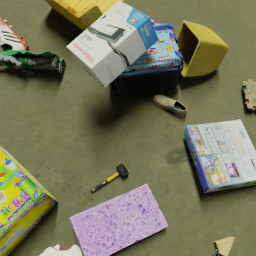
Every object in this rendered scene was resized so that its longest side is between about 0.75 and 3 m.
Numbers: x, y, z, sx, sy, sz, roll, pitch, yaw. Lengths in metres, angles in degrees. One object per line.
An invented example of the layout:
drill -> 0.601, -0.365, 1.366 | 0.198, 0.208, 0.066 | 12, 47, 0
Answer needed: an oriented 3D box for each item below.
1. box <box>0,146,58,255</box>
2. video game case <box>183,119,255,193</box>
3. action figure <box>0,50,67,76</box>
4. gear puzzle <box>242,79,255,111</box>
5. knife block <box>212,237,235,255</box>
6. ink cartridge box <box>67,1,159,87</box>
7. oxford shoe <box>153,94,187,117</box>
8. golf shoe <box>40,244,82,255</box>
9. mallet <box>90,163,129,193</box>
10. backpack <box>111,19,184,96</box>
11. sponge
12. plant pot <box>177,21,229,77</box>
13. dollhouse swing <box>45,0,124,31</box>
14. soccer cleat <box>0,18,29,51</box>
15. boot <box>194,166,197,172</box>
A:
box -> -4.156, 2.254, 8.416 | 2.642, 1.673, 2.743 | 40, 73, 15
video game case -> 3.188, 0.872, 9.365 | 2.072, 0.520, 2.286 | -6, 58, -12
action figure -> -3.947, -2.526, 10.773 | 2.724, 1.609, 0.745 | 4, 80, 11
gear puzzle -> 5.628, -1.194, 10.665 | 2.571, 0.337, 1.332 | 2, 65, -3
knife block -> 2.953, 3.779, 8.545 | 0.821, 0.263, 0.721 | -14, 68, -6
ink cartridge box -> -0.490, -2.586, 8.576 | 2.271, 0.956, 1.642 | -43, 52, -4
oxford shoe -> 1.588, -0.932, 10.404 | 1.416, 0.523, 0.501 | 26, 69, 11
golf shoe -> -2.437, 4.041, 8.223 | 2.354, 0.887, 1.077 | -3, 51, -3
mallet -> -0.599, 1.795, 9.409 | 1.419, 0.292, 0.467 | -40, 67, -11
backpack -> 0.537, -2.961, 10.487 | 2.731, 2.012, 2.991 | -5, 65, -3
sponge -> -0.280, 2.930, 8.666 | 2.670, 0.398, 1.490 | -20, 68, -16
plant pot -> 2.792, -2.927, 10.617 | 1.585, 1.549, 1.539 | 0, 45, -20
dollhouse swing -> -1.839, -5.588, 11.530 | 2.727, 2.479, 2.398 | 40, 93, 16
soccer cleat -> -5.007, -3.714, 11.504 | 2.119, 0.727, 0.903 | 43, 69, 11
boot -> 2.902, 1.298, 9.580 | 1.094, 0.352, 1.020 | 28, 70, 7
